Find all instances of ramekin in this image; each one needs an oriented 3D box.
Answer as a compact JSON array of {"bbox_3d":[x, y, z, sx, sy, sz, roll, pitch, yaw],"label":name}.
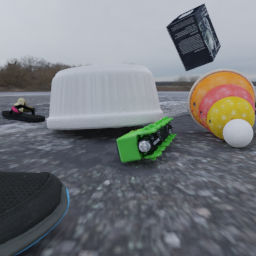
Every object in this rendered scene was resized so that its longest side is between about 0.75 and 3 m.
[{"bbox_3d":[-0.596,-0.750,7.136,2.956,1.377,2.956,-4,4,0],"label":"ramekin"}]

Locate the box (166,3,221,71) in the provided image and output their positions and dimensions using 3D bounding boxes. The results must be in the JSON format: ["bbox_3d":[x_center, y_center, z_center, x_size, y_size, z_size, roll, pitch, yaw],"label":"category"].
[{"bbox_3d":[2.451,-3.316,10.224,1.113,1.766,1.796,-14,25,35],"label":"box"}]

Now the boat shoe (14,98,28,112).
[{"bbox_3d":[-4.632,-0.930,12.150,0.429,0.502,1.368,14,22,-11],"label":"boat shoe"}]

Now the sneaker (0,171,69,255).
[{"bbox_3d":[-1.591,0.440,1.873,2.356,0.965,0.863,-2,9,-17],"label":"sneaker"}]

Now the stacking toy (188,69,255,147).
[{"bbox_3d":[2.153,-0.286,6.004,1.595,1.595,2.184,1,24,7],"label":"stacking toy"}]

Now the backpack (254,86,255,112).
[{"bbox_3d":[4.723,-1.178,11.884,1.524,1.174,1.451,-5,-1,-13],"label":"backpack"}]

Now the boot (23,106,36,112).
[{"bbox_3d":[-4.499,-0.859,12.371,0.711,0.269,0.812,13,2,-33],"label":"boot"}]

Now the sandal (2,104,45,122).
[{"bbox_3d":[-3.571,-0.545,9.593,2.216,0.499,0.832,8,12,41],"label":"sandal"}]

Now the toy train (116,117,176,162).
[{"bbox_3d":[0.409,0.160,5.168,0.704,0.521,2.497,-12,3,16],"label":"toy train"}]

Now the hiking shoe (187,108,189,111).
[{"bbox_3d":[3.146,-0.907,10.657,1.755,0.883,0.665,0,9,2],"label":"hiking shoe"}]
